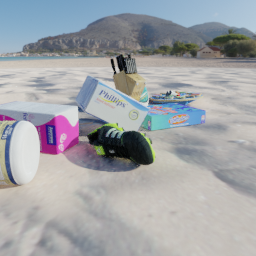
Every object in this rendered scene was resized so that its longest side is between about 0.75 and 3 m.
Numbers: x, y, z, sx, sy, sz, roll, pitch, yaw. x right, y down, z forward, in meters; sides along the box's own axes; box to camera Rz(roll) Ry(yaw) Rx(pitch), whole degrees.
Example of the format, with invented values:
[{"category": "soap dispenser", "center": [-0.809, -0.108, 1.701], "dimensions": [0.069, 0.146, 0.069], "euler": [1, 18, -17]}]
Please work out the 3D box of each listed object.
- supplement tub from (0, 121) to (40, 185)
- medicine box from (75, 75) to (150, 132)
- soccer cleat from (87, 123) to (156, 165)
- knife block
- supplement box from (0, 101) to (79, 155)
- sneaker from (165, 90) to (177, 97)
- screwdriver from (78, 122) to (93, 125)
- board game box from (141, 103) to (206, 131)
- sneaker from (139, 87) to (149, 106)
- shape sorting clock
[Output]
[{"category": "supplement tub", "center": [-2.688, 0.467, 5.346], "dimensions": [1.698, 1.226, 1.226], "euler": [0, 15, -1]}, {"category": "medicine box", "center": [-0.571, -0.762, 8.902], "dimensions": [1.788, 1.010, 1.963], "euler": [26, 6, -22]}, {"category": "soccer cleat", "center": [-0.215, 0.434, 6.578], "dimensions": [0.967, 0.806, 2.386], "euler": [-23, 21, -22]}, {"category": "knife block", "center": [-0.196, -1.953, 11.663], "dimensions": [0.678, 2.118, 1.859], "euler": [-15, 46, -44]}, {"category": "supplement box", "center": [-2.500, -0.066, 7.568], "dimensions": [2.125, 1.075, 1.098], "euler": [5, 16, 19]}, {"category": "sneaker", "center": [2.109, -1.641, 13.866], "dimensions": [0.397, 0.339, 0.911], "euler": [19, 3, -12]}, {"category": "screwdriver", "center": [-2.155, -0.116, 9.166], "dimensions": [2.109, 0.307, 0.294], "euler": [-11, 20, -24]}, {"category": "board game box", "center": [1.337, -0.459, 10.075], "dimensions": [2.280, 0.513, 1.734], "euler": [-8, 17, -27]}, {"category": "sneaker", "center": [-0.237, -1.380, 12.554], "dimensions": [2.523, 1.005, 0.978], "euler": [-9, 17, -26]}, {"category": "shape sorting clock", "center": [2.493, -1.643, 14.416], "dimensions": [2.710, 0.532, 2.710], "euler": [0, 15, 0]}]
